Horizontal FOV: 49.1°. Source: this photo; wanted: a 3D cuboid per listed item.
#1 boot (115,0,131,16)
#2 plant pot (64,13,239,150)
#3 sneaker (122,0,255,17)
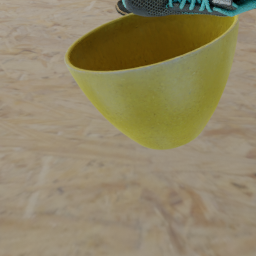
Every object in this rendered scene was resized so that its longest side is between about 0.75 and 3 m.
[{"bbox_3d":[0.191,-3.720,8.132,0.576,1.029,1.488,-13,47,-32],"label":"boot"},{"bbox_3d":[0.448,-0.668,4.247,2.345,1.664,2.345,-12,35,8],"label":"plant pot"},{"bbox_3d":[0.553,-1.001,1.969,1.205,0.468,0.550,-8,39,3],"label":"sneaker"}]
